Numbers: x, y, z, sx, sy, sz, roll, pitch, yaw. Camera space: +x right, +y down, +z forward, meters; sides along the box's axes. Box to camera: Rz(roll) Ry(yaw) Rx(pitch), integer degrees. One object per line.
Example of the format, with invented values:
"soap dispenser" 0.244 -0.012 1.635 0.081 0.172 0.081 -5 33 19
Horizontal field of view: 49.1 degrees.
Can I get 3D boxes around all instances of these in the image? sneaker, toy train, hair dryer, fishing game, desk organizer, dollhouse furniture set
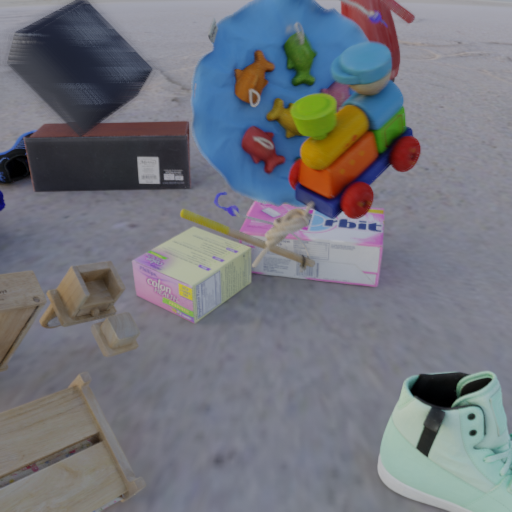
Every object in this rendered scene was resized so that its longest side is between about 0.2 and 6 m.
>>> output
"sneaker" 2.450 1.883 5.288 2.432 1.435 0.895 10 31 15
"toy train" 0.760 -1.200 6.743 2.741 1.586 1.160 -43 50 -18
"sneaker" -5.384 -2.280 13.104 0.854 0.769 2.192 14 40 19
"hair dryer" 1.649 -3.898 10.449 0.921 3.391 2.582 -26 62 -20
"fishing game" 0.605 -2.230 8.151 3.207 4.479 0.696 26 0 -23
"desk organizer" -3.182 -2.283 12.597 3.438 1.233 1.324 -1 28 -2
"dollhouse furniture set" -2.291 2.024 5.918 2.909 1.666 3.412 -11 62 -49

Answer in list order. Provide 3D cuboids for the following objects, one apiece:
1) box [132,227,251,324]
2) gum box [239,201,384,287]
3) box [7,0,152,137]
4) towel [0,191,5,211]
"box" -0.973 0.251 8.795 1.244 0.683 1.414 20 35 31
"gum box" 0.911 -0.287 9.568 2.433 0.805 1.381 6 31 10
"box" -2.541 -2.748 8.129 1.318 1.447 0.753 -50 10 -36
"towel" -6.782 -0.243 9.481 4.173 1.034 3.081 2 37 3
